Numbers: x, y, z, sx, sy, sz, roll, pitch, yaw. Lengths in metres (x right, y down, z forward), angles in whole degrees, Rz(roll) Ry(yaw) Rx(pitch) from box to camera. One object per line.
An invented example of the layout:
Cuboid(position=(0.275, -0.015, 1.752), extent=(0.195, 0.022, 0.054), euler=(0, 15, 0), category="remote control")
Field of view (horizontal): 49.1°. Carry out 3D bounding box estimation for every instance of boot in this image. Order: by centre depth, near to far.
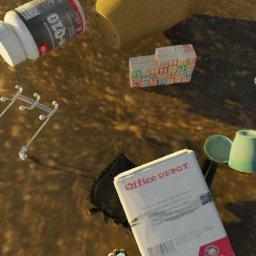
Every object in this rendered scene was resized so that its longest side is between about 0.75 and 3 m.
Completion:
Cuboid(position=(0.520, 1.266, 6.227), extent=(2.111, 0.953, 2.576), euler=(33, 72, 13), category="boot")

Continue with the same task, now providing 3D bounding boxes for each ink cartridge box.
Cuboid(position=(0.787, 1.546, 5.062), extent=(1.463, 0.840, 2.015), euler=(-21, 87, 3), category="ink cartridge box")

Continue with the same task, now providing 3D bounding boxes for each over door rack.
Cuboid(position=(-2.792, -0.219, 7.237), extent=(1.279, 0.577, 1.731), euler=(24, 69, 8), category="over door rack")

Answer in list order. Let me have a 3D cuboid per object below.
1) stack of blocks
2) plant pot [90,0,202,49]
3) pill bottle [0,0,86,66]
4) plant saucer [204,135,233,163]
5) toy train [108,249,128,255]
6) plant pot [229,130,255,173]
Cuboid(position=(0.946, -1.751, 8.029), extent=(1.783, 1.027, 0.522), euler=(-8, 60, -4), category="stack of blocks")
Cuboid(position=(0.327, -3.820, 8.516), extent=(2.860, 2.665, 2.665), euler=(-43, 68, -13), category="plant pot")
Cuboid(position=(-2.631, -2.935, 8.254), extent=(2.517, 1.433, 1.433), euler=(-37, 66, -20), category="pill bottle")
Cuboid(position=(2.342, 0.551, 7.174), extent=(0.796, 0.143, 0.796), euler=(0, 59, -1), category="plant saucer")
Cuboid(position=(-0.239, 2.899, 5.589), extent=(0.513, 0.389, 0.897), euler=(-15, 48, 22), category="toy train")
Cuboid(position=(2.525, 0.442, 5.852), extent=(0.763, 0.717, 0.763), euler=(-3, 17, 1), category="plant pot")
